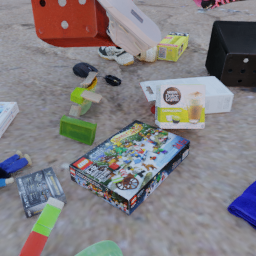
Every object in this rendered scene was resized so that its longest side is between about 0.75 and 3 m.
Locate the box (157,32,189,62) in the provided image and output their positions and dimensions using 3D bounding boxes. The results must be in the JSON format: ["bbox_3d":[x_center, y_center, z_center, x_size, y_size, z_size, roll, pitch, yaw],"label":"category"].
[{"bbox_3d":[2.121,-3.868,13.157,1.011,0.673,2.687,12,35,19],"label":"box"}]

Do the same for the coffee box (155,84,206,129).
[{"bbox_3d":[1.321,-0.588,7.308,1.106,1.095,1.107,0,7,0],"label":"coffee box"}]

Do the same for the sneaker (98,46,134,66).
[{"bbox_3d":[-0.526,-3.459,12.305,2.118,0.928,0.801,27,43,38],"label":"sneaker"}]

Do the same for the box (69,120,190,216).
[{"bbox_3d":[0.110,0.701,6.217,1.597,0.441,2.338,23,39,31],"label":"box"}]

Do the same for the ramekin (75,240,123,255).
[{"bbox_3d":[-0.425,2.119,3.012,0.774,1.584,1.584,34,45,30],"label":"ramekin"}]

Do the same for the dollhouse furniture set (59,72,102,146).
[{"bbox_3d":[-1.030,-0.581,7.750,0.891,1.154,2.308,17,36,2],"label":"dollhouse furniture set"}]

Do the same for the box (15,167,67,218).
[{"bbox_3d":[-1.741,1.241,5.560,0.772,0.235,0.974,-17,36,-24],"label":"box"}]

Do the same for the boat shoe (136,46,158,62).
[{"bbox_3d":[0.456,-3.747,12.717,0.895,0.954,2.587,-7,33,-21],"label":"boat shoe"}]

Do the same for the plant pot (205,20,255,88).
[{"bbox_3d":[3.972,-2.528,10.079,1.978,1.973,1.754,4,45,6],"label":"plant pot"}]

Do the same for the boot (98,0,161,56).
[{"bbox_3d":[-0.281,-2.723,7.106,1.104,2.310,0.850,-19,41,47],"label":"boot"}]

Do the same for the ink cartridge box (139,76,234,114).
[{"bbox_3d":[1.726,-0.979,8.683,2.567,0.646,1.399,-6,33,-7],"label":"ink cartridge box"}]

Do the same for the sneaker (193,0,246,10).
[{"bbox_3d":[2.674,-3.713,7.659,1.301,1.078,2.728,-45,30,7],"label":"sneaker"}]

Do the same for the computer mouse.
[{"bbox_3d":[-1.205,-2.093,10.637,2.425,0.413,0.711,22,38,30],"label":"computer mouse"}]

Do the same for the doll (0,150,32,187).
[{"bbox_3d":[-2.694,0.972,5.904,0.917,0.326,1.344,18,37,28],"label":"doll"}]

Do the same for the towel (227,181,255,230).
[{"bbox_3d":[2.539,1.415,5.241,1.159,0.287,0.856,-26,41,-34],"label":"towel"}]

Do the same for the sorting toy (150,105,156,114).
[{"bbox_3d":[0.990,-0.726,8.480,0.759,0.263,0.261,-38,10,2],"label":"sorting toy"}]

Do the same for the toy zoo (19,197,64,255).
[{"bbox_3d":[-1.399,2.068,3.165,0.229,1.470,2.241,25,33,-5],"label":"toy zoo"}]

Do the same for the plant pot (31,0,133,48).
[{"bbox_3d":[-1.417,-3.679,8.284,2.703,2.701,2.382,3,22,13],"label":"plant pot"}]

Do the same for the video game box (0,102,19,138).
[{"bbox_3d":[-4.114,-0.242,7.761,1.673,0.392,1.524,0,30,0],"label":"video game box"}]
